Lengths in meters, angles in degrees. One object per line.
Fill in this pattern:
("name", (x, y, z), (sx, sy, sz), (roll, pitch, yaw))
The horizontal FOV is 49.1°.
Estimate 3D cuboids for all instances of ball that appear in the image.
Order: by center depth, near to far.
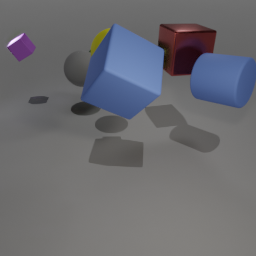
("ball", (-0.436, -2.310, 8.532), (1.400, 1.400, 1.400), (0, 29, 0))
("ball", (-1.810, -2.325, 11.006), (1.400, 1.400, 1.400), (0, 29, 0))

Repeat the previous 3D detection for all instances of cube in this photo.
("cube", (-0.126, -1.278, 6.713), (1.400, 1.400, 1.400), (21, 58, -22))
("cube", (1.881, -2.641, 9.347), (1.400, 1.400, 1.400), (-6, 30, -14))
("cube", (-4.237, -3.222, 11.184), (0.700, 0.700, 0.700), (-26, 34, 14))

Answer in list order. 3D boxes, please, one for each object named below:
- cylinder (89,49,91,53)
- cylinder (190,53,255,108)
("cylinder", (-0.868, -3.068, 12.333), (1.400, 1.400, 1.400), (11, 30, 19))
("cylinder", (2.763, -1.400, 8.136), (1.400, 1.400, 1.400), (20, 34, 39))
